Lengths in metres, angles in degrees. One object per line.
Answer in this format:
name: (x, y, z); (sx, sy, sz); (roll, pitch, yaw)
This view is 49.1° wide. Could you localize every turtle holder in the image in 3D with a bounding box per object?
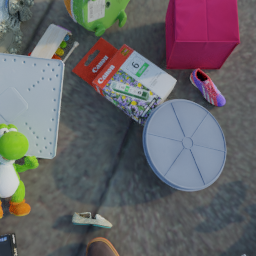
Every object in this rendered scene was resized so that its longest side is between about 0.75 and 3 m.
turtle holder: (-0.858, -4.093, 8.374); (1.681, 1.799, 2.368); (39, 85, 24)

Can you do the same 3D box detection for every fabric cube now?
fabric cube: (2.044, -2.843, 8.091); (1.760, 1.727, 1.754); (1, 77, -1)

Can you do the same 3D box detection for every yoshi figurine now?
yoshi figurine: (-3.058, 1.076, 7.178); (1.352, 1.357, 2.414); (-1, 89, 10)

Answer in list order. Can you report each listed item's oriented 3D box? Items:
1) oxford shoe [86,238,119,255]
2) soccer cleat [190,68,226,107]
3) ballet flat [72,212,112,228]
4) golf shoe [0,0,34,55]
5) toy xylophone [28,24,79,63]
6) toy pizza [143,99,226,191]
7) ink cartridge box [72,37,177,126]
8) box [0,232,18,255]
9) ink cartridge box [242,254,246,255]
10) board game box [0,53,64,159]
oxford shoe: (-0.412, 4.158, 6.786); (1.021, 1.041, 2.869); (-17, 77, -4)
soccer cleat: (2.392, -1.190, 8.327); (0.468, 0.502, 1.371); (-38, 80, -8)
ballet flat: (-0.957, 2.463, 7.541); (1.102, 0.372, 0.344); (6, 73, 1)
golf shoe: (-3.956, -3.110, 8.706); (1.327, 1.069, 2.730); (12, 75, 27)
toy xylophone: (-2.276, -2.423, 8.659); (1.227, 0.421, 1.675); (35, 79, 8)
toy pizza: (1.563, 0.446, 7.748); (2.567, 0.407, 2.567); (5, 73, -18)
ink cartridge box: (-0.183, -1.531, 8.276); (2.833, 0.713, 1.544); (37, 81, 7)
box: (-3.689, 3.565, 7.288); (1.582, 0.344, 1.267); (-12, 77, -3)
ink cartridge box: (3.103, 4.075, 6.703); (0.687, 1.140, 1.570); (-39, 79, 10)
board game box: (-3.234, -0.651, 7.873); (2.737, 0.354, 2.736); (7, 95, 1)
